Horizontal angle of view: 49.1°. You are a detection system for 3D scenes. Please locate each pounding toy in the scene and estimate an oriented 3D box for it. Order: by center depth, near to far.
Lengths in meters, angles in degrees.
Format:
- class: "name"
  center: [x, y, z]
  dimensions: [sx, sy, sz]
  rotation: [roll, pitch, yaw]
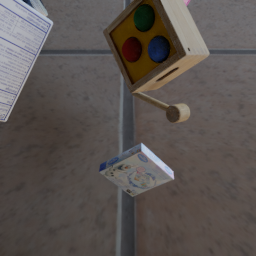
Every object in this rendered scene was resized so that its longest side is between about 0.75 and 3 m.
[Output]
- class: "pounding toy"
  center: [0.467, -1.164, 5.705]
  dimensions: [1.088, 2.088, 2.377]
  rotation: [-16, 80, -48]

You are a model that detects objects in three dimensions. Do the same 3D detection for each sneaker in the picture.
- class: "sneaker"
  center: [-3.080, -3.483, 7.265]
  dimensions: [1.342, 0.706, 1.857]
  rotation: [-25, 87, 7]

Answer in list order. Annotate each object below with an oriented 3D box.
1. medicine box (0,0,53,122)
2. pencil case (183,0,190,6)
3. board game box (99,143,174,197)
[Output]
- class: "medicine box"
  center: [-3.321, -1.726, 5.743]
  dimensions: [1.365, 2.416, 2.653]
  rotation: [31, 96, 31]
- class: "pencil case"
  center: [0.536, -4.529, 8.399]
  dimensions: [2.946, 1.288, 1.288]
  rotation: [29, 56, 15]
- class: "board game box"
  center: [0.152, 0.751, 4.804]
  dimensions: [0.915, 0.920, 0.200]
  rotation: [-29, 36, 28]
